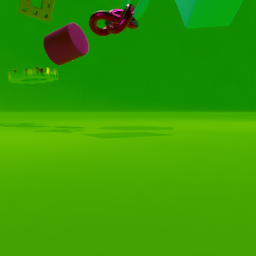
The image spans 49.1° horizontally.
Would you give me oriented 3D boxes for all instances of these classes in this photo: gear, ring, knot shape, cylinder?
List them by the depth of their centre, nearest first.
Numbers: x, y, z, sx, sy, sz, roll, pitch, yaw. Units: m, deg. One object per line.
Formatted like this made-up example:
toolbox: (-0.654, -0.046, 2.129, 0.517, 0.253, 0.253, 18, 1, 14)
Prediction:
knot shape: (-0.232, -2.530, 6.590, 1.240, 0.573, 1.160, -21, 22, -21)
ring: (0.215, -3.797, 8.113, 0.266, 1.329, 1.329, 0, 3, -32)
cylinder: (-1.935, -2.621, 8.808, 1.020, 1.020, 1.020, -16, -3, 24)
gear: (-3.432, -1.889, 10.184, 1.716, 0.317, 1.716, -6, 3, 0)

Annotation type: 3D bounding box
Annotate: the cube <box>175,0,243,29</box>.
cube: (2.251, -3.822, 7.803, 1.388, 1.388, 1.388, -7, -26, -10)

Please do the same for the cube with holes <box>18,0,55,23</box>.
cube with holes: (-2.265, -3.143, 6.970, 0.742, 0.742, 0.742, 11, 19, -24)
